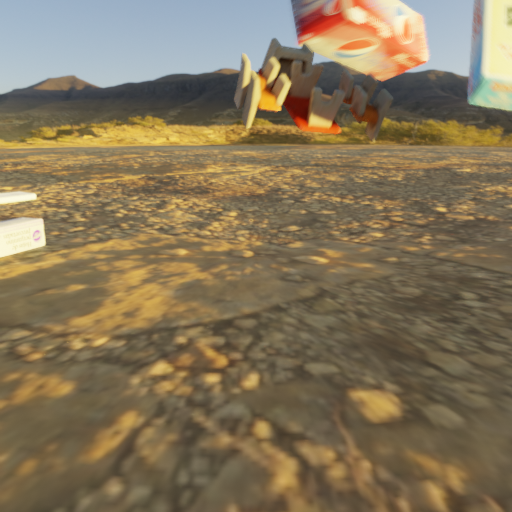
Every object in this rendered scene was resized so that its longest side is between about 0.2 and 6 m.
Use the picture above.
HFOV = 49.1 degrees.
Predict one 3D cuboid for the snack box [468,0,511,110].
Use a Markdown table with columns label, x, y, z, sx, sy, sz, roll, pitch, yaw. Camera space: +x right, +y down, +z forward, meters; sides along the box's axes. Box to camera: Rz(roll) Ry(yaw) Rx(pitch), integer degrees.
| label | x | y | z | sx | sy | sz | roll | pitch | yaw |
| --- | --- | --- | --- | --- | --- | --- | --- | --- | --- |
| snack box | 2.974 | -1.744 | 4.785 | 2.159 | 1.254 | 0.401 | 10 | -22 | 5 |

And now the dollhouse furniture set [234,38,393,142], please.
| label | x | y | z | sx | sy | sz | roll | pitch | yaw |
| --- | --- | --- | --- | --- | --- | --- | --- | --- | --- |
| dollhouse furniture set | 0.505 | -1.819 | 6.469 | 1.570 | 0.809 | 1.553 | 2 | 40 | -18 |

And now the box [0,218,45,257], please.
| label | x | y | z | sx | sy | sz | roll | pitch | yaw |
| --- | --- | --- | --- | --- | --- | --- | --- | --- | --- |
| box | -4.118 | -0.148 | 8.128 | 0.491 | 0.458 | 2.369 | 6 | 15 | 22 |

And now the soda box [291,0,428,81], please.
| label | x | y | z | sx | sy | sz | roll | pitch | yaw |
| --- | --- | --- | --- | --- | --- | --- | --- | --- | --- |
| soda box | 1.782 | -3.717 | 9.218 | 1.004 | 0.909 | 2.868 | -12 | -5 | 39 |

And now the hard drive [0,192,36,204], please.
| label | x | y | z | sx | sy | sz | roll | pitch | yaw |
| --- | --- | --- | --- | --- | --- | --- | --- | --- | --- |
| hard drive | -6.364 | -1.454 | 14.118 | 0.838 | 0.170 | 1.271 | 11 | 17 | 37 |
